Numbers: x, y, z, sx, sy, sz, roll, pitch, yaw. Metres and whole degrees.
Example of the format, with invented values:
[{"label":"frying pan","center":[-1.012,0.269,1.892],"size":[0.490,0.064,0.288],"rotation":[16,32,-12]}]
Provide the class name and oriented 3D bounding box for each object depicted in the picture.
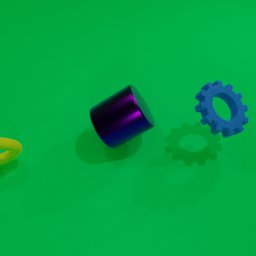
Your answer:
[{"label":"gear","center":[2.135,-0.442,6.354],"size":[1.300,0.240,1.300],"rotation":[8,67,-20]},{"label":"knot shape","center":[-3.243,0.494,5.951],"size":[1.629,1.524,0.753],"rotation":[-35,36,-13]},{"label":"cylinder","center":[-0.128,-0.259,6.575],"size":[1.134,1.134,1.134],"rotation":[-29,55,15]}]
